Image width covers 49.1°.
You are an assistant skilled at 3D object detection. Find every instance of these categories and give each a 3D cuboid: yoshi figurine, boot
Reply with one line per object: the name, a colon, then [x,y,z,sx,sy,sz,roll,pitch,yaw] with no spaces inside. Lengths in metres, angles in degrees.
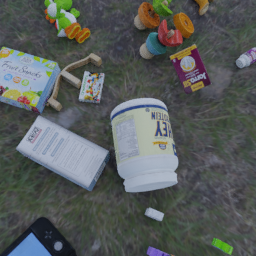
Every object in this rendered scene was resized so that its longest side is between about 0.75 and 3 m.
yoshi figurine: [-2.354,-4.460,10.863,1.281,1.286,2.288,-29,68,-27]
boot: [2.929,-5.229,11.539,0.922,0.453,1.288,31,68,17]

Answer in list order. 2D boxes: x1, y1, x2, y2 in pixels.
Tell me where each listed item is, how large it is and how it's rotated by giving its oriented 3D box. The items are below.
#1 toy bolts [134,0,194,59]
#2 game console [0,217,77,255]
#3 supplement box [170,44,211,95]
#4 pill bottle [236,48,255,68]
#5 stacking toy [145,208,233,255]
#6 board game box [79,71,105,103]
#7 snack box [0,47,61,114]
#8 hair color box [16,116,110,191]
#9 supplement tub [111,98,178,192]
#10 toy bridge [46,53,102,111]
toy bolts: [1.262,-3.570,10.657,2.169,1.575,2.270,27,53,-33]
game console: [-2.678,3.989,7.386,2.264,1.498,2.574,43,74,14]
supplement box: [2.119,-1.968,9.469,0.926,0.730,1.414,-23,96,18]
pill bottle: [4.489,-2.597,10.460,0.866,0.486,0.486,-32,72,-11]
stacking toy: [1.357,3.824,7.956,2.854,0.671,2.152,23,72,6]
board game box: [-1.306,-1.484,10.179,0.733,0.201,1.161,6,69,3]
snack box: [-3.785,-1.712,9.975,2.183,0.739,1.841,19,71,6]
hair color box: [-2.033,0.809,8.983,2.616,0.793,1.295,26,71,9]
supplement tub: [0.498,0.555,8.538,1.818,1.818,2.507,-8,70,-3]
toy bridge: [-2.088,-1.773,10.213,0.871,0.353,2.592,34,73,15]
